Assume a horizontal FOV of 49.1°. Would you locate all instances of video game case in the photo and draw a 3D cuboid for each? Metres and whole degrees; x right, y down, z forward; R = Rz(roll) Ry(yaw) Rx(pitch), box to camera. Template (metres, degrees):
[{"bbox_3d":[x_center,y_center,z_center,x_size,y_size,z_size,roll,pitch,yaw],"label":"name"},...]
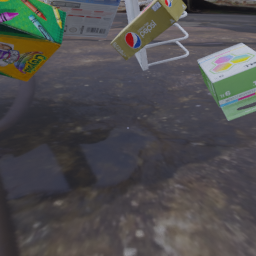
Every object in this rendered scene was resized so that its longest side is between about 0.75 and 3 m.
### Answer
[{"bbox_3d":[-1.101,-3.623,7.442,2.085,2.912,0.262,-7,62,-28],"label":"video game case"}]

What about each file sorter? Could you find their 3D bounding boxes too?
[{"bbox_3d":[0.912,-3.650,9.102,1.716,2.755,1.912,-13,34,-1],"label":"file sorter"}]

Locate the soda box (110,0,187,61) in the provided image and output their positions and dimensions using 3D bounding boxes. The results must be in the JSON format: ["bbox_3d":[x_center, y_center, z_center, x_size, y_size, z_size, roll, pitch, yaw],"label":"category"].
[{"bbox_3d":[0.362,-2.077,5.755,1.679,0.537,0.569,-22,29,52],"label":"soda box"}]

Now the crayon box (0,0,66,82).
[{"bbox_3d":[-2.915,-2.150,6.880,1.772,0.869,2.984,13,-15,-31],"label":"crayon box"}]

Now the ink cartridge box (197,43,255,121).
[{"bbox_3d":[2.047,-0.972,5.334,1.003,0.573,1.932,-20,27,13],"label":"ink cartridge box"}]
